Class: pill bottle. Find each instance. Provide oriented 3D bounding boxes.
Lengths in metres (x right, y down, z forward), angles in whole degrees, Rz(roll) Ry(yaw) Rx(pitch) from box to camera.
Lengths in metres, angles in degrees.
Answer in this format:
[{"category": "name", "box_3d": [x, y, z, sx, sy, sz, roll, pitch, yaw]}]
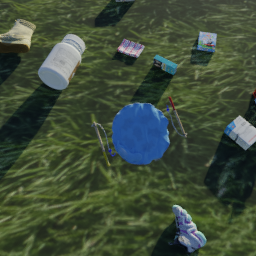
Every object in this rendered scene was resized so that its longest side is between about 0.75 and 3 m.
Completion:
[{"category": "pill bottle", "box_3d": [-2.859, -2.996, 12.507, 1.346, 1.346, 2.354, 17, 62, 10]}]

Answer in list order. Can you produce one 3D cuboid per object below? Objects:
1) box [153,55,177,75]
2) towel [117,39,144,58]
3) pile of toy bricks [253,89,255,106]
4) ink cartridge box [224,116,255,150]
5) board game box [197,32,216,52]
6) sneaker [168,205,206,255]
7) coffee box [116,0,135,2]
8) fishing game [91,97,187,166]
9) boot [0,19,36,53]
[{"category": "box", "box_3d": [1.716, -2.933, 12.988, 1.123, 0.462, 0.276, 31, 65, 17]}, {"category": "towel", "box_3d": [0.139, -3.911, 13.726, 1.127, 0.169, 0.825, 22, 63, 12]}, {"category": "pile of toy bricks", "box_3d": [6.089, -1.096, 11.598, 1.156, 1.028, 2.083, -7, 60, -4]}, {"category": "ink cartridge box", "box_3d": [4.572, 0.198, 11.170, 0.824, 0.476, 1.128, -35, 66, -18]}, {"category": "board game box", "box_3d": [3.927, -4.288, 13.921, 0.841, 0.203, 1.111, 10, 60, 6]}, {"category": "sneaker", "box_3d": [1.706, 3.414, 9.242, 1.084, 0.603, 1.550, -30, 64, -17]}, {"category": "coffee box", "box_3d": [-0.146, -7.428, 15.595, 1.111, 0.443, 0.628, -4, 60, -2]}, {"category": "fishing game", "box_3d": [0.375, 0.165, 7.926, 2.483, 0.386, 1.778, -23, 90, -12]}, {"category": "boot", "box_3d": [-5.779, -4.569, 13.732, 2.216, 0.806, 1.722, 4, 60, 1]}]
